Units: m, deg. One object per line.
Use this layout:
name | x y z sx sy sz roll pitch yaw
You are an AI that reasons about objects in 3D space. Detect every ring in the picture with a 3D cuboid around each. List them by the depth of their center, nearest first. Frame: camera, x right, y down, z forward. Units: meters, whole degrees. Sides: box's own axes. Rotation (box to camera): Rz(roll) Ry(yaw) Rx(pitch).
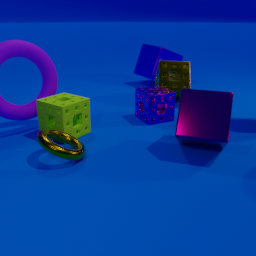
ring | -1.369 0.326 5.812 1.067 0.213 1.067 26 13 -7
ring | -2.620 -1.132 6.819 1.933 1.933 0.387 -19 23 -38

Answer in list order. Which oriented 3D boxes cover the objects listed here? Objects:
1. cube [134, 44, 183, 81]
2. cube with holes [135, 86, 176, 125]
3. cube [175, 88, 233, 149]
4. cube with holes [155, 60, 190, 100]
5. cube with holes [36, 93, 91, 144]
cube | 1.232 -2.588 11.501 1.277 1.277 1.277 9 14 -37
cube with holes | 0.752 -0.660 7.920 0.830 0.830 0.830 -10 25 -22
cube | 1.622 -0.170 6.006 1.025 1.025 1.025 7 -9 16
cube with holes | 1.447 -1.559 9.294 0.995 0.995 0.995 2 -11 -2
cube with holes | -1.560 -0.278 6.877 0.896 0.896 0.896 15 26 32
